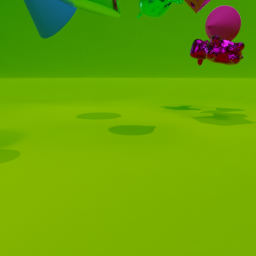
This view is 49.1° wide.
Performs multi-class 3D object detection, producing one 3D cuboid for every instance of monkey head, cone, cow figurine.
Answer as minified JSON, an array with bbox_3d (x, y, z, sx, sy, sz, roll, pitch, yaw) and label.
[{"bbox_3d":[1.043,-4.486,9.645,1.963,1.183,1.412,1,34,43],"label":"monkey head"},{"bbox_3d":[-2.419,-3.553,7.382,1.634,1.634,1.640,11,-19,44],"label":"cone"},{"bbox_3d":[2.886,-3.385,9.249,1.264,1.264,1.269,9,22,38],"label":"cone"},{"bbox_3d":[2.837,-2.431,8.996,1.649,0.905,1.622,17,8,10],"label":"cow figurine"},{"bbox_3d":[-0.624,-3.071,5.525,1.334,1.339,1.334,14,13,-3],"label":"cone"}]

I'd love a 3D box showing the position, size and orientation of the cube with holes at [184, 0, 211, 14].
[{"bbox_3d":[1.775,-3.741,6.545,1.188,1.188,1.188,-42,0,0],"label":"cube with holes"}]
